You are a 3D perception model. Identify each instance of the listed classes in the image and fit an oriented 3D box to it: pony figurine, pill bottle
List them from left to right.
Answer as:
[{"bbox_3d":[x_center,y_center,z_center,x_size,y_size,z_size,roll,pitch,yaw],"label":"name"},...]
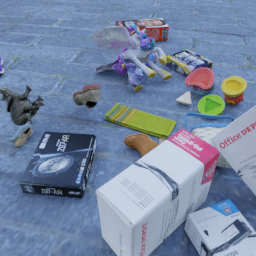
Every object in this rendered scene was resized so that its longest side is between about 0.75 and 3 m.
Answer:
[{"bbox_3d":[0.125,-3.044,11.876,2.845,2.454,2.947,-23,68,-19],"label":"pony figurine"},{"bbox_3d":[0.629,-3.019,12.710,0.806,0.806,1.438,31,51,31],"label":"pill bottle"}]

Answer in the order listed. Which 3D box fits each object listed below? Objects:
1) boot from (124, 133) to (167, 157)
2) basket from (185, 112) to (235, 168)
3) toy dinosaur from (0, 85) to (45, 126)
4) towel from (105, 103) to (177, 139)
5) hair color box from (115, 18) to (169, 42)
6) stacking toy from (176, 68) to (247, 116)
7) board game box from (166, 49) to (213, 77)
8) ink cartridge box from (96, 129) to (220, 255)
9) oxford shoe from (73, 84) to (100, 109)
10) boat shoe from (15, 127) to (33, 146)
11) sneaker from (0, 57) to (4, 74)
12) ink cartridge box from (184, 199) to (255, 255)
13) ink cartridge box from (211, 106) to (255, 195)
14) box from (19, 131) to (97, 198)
[{"bbox_3d":[0.538,0.792,8.561,1.498,0.574,1.163,11,45,1],"label":"boot"},{"bbox_3d":[2.533,0.265,8.498,1.586,1.251,1.799,5,53,4],"label":"basket"},{"bbox_3d":[-3.287,-0.557,8.826,1.210,0.910,2.366,-41,54,3],"label":"toy dinosaur"},{"bbox_3d":[0.442,-0.303,10.001,2.409,0.218,1.037,18,45,20],"label":"towel"},{"bbox_3d":[0.739,-5.343,15.378,2.703,0.828,1.372,-6,40,-8],"label":"hair color box"},{"bbox_3d":[3.192,-1.197,10.903,2.240,0.946,2.028,31,75,35],"label":"stacking toy"},{"bbox_3d":[2.800,-2.969,12.903,1.386,0.475,1.676,-26,47,-24],"label":"board game box"},{"bbox_3d":[0.701,1.577,6.449,2.725,1.973,1.149,-31,50,-30],"label":"ink cartridge box"},{"bbox_3d":[-1.482,-0.970,9.788,0.648,1.838,0.687,-7,83,-26],"label":"oxford shoe"},{"bbox_3d":[-3.475,0.286,9.278,0.287,0.260,0.805,13,42,14],"label":"boat shoe"},{"bbox_3d":[-6.088,-2.955,12.667,0.730,0.755,1.811,-14,43,-15],"label":"sneaker"},{"bbox_3d":[2.230,2.594,6.258,1.200,0.699,1.659,-15,43,-17],"label":"ink cartridge box"},{"bbox_3d":[3.699,0.728,6.609,1.190,2.043,2.823,-31,77,-32],"label":"ink cartridge box"},{"bbox_3d":[-1.949,1.004,8.288,1.708,0.464,2.132,4,41,5],"label":"box"}]
